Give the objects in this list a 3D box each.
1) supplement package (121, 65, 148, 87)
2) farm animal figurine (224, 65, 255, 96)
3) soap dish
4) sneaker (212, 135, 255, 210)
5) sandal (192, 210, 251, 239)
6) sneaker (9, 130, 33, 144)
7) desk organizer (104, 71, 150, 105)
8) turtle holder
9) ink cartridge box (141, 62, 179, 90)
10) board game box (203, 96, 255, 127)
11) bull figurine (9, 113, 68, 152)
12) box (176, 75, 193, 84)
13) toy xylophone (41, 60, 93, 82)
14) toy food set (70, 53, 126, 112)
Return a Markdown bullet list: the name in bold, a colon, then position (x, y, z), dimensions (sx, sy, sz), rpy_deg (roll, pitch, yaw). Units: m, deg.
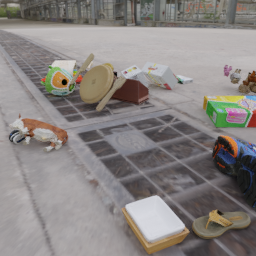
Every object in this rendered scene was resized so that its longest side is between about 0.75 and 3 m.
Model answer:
- **supplement package**: position (0.248, -2.070, 11.788), dimensions (0.746, 0.718, 1.312), rpy_deg (-26, 26, -1)
- **farm animal figurine**: position (4.775, -1.781, 11.280), dimensions (1.594, 0.993, 1.974), rpy_deg (11, 15, -25)
- **soap dish**: position (0.399, 1.501, 4.396), dimensions (0.713, 0.368, 0.907), rpy_deg (-11, 26, -23)
- **sneaker**: position (2.588, 0.794, 5.413), dimensions (0.959, 0.921, 2.444), rpy_deg (1, 25, -11)
- **sandal**: position (1.515, 1.485, 4.534), dimensions (1.055, 0.285, 0.424), rpy_deg (-7, 25, -15)
- **sneaker**: position (-2.815, 0.117, 7.593), dimensions (0.477, 0.312, 0.853), rpy_deg (19, 32, 35)
- **desk organizer**: position (-0.344, -1.628, 10.823), dimensions (2.309, 0.889, 0.828), rpy_deg (15, 28, 30)
- **turtle holder**: position (-2.635, -1.712, 11.015), dimensions (1.029, 1.449, 1.101), rpy_deg (20, 60, 9)
- **ink cartridge box**: position (1.358, -2.268, 12.103), dimensions (1.349, 0.979, 0.563), rpy_deg (29, 82, 48)
- **board game box**: position (3.737, -0.560, 8.942), dimensions (2.284, 0.460, 1.747), rpy_deg (0, 24, 0)
- **bull figurine**: position (-2.273, 0.113, 7.069), dimensions (1.513, 0.493, 0.919), rpy_deg (14, 27, -9)
- **box**: position (2.484, -2.285, 13.201), dimensions (0.705, 0.177, 0.976), rpy_deg (-16, 27, -33)
- **toy xylophone**: position (-2.799, -2.702, 13.436), dimensions (2.164, 0.743, 2.956), rpy_deg (1, 24, 2)
- **toy food set**: position (-1.015, -1.541, 9.760), dimensions (0.468, 1.610, 2.332), rpy_deg (32, 10, -49)
